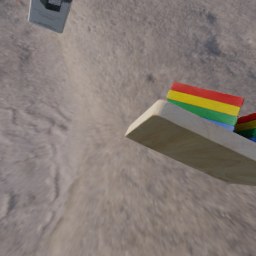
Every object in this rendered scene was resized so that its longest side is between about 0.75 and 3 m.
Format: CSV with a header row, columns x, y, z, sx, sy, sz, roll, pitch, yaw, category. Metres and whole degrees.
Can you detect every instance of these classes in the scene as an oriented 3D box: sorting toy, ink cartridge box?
x,y,z,sx,sy,sz,roll,pitch,yaw,category
1.163,0.110,4.008,2.060,2.072,0.721,24,79,-5,sorting toy
-1.380,-3.115,5.647,0.804,1.913,1.396,17,67,-18,ink cartridge box
